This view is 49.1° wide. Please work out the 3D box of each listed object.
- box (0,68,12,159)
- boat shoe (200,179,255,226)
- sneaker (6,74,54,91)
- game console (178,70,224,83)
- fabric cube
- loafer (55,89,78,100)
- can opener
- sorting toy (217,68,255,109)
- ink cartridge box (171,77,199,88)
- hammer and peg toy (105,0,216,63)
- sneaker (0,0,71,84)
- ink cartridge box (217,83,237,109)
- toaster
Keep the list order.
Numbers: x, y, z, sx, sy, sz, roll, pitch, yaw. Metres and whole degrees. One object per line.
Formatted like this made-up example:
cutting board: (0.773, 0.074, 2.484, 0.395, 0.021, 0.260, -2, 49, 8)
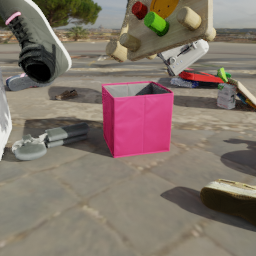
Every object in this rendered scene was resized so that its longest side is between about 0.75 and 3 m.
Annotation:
box: (-4.305, -0.695, 6.996, 1.923, 2.942, 2.927, -7, 22, -12)
boat shoe: (2.242, 1.305, 4.990, 1.819, 0.673, 0.604, 16, 32, 35)
sneaker: (-5.138, -2.563, 14.659, 2.470, 0.867, 1.013, -16, 29, -37)
game console: (4.185, -2.767, 15.357, 2.613, 0.459, 2.955, 10, 16, 1)
fabric cube: (0.203, -0.319, 7.837, 1.653, 1.647, 1.621, -6, 21, -15)
loafer: (-2.793, -1.526, 12.636, 1.127, 0.400, 0.412, -18, 28, -38)
can opener: (-2.057, 0.390, 7.716, 2.220, 0.584, 0.738, -18, 63, -35)
sorting toy: (4.273, -1.639, 11.247, 2.518, 0.371, 1.861, 38, 16, -18)
ink cartridge box: (3.071, -2.482, 15.224, 0.646, 0.304, 1.375, -21, 30, -41)
hammer and peg toy: (0.406, -2.237, 5.269, 2.499, 1.838, 0.881, -5, -12, 44)
sneaker: (-2.643, -2.357, 7.390, 0.973, 2.752, 1.365, -24, 30, 24)
ink cartridge box: (3.966, -1.281, 11.275, 0.381, 0.906, 0.661, -16, 27, -23)
toaster: (1.893, -3.208, 10.672, 1.726, 1.518, 2.672, -31, 25, 15)
